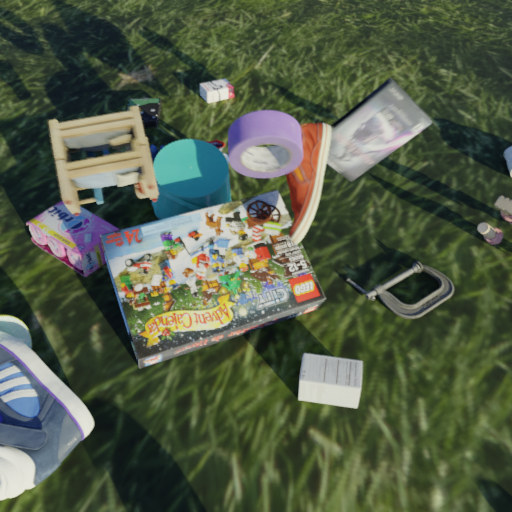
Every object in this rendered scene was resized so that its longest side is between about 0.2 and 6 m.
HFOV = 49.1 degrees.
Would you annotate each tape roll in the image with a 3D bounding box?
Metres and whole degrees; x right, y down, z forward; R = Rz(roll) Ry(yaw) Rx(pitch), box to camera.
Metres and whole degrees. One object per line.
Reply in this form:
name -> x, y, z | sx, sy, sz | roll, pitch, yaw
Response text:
tape roll -> 0.141, -1.725, 8.785 | 1.157, 1.157, 0.492 | -3, 66, -3

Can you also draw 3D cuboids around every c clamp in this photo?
c clamp -> 2.832, 0.554, 10.665 | 1.699, 0.230, 1.451 | -21, 46, -22

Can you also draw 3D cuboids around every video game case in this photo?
video game case -> 2.034, -2.195, 10.091 | 1.323, 1.851, 0.176 | 28, 38, -38

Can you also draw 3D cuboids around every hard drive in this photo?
hard drive -> -3.172, -4.005, 15.686 | 0.940, 0.255, 1.346 | -2, 43, -3

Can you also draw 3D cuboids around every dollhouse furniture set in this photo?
dollhouse furniture set -> -2.393, -1.303, 9.319 | 1.371, 1.946, 1.364 | -12, 77, -8

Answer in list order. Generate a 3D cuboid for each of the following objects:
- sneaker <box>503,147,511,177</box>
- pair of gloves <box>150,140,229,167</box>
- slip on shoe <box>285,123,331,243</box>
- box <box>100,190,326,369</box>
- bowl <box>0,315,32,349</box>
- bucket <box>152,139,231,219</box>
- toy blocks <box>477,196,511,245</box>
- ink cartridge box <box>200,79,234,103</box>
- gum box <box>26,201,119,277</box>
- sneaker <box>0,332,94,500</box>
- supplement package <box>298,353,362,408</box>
sneaker -> 6.966, -2.371, 13.590 | 1.764, 0.650, 1.020 | 1, 45, 3
pair of gloves -> -1.729, -2.226, 12.821 | 2.301, 1.850, 0.262 | -6, 82, -9
slip on shoe -> 0.783, -1.261, 9.507 | 0.660, 0.799, 2.158 | 11, 80, -3
box -> -0.770, 0.316, 9.933 | 3.389, 0.639, 2.314 | -17, 70, -17
bowl -> -4.340, 1.529, 8.842 | 0.732, 1.361, 1.361 | 10, 42, 26
bucket -> -1.386, -1.503, 11.900 | 1.820, 1.184, 1.820 | 2, 59, -4
toy blocks -> 5.691, -0.685, 11.227 | 1.420, 1.687, 1.576 | 21, 12, -45
ink cartridge box -> -1.171, -4.886, 16.581 | 0.853, 0.360, 0.617 | -18, 45, -19
gum box -> -3.729, -0.420, 11.462 | 1.804, 0.597, 1.024 | 28, 49, 27
sneaker -> -3.819, 2.313, 8.071 | 2.517, 1.014, 1.843 | 33, 47, 21
supplement package -> 1.169, 1.971, 8.853 | 0.948, 0.554, 0.556 | 7, 43, 7
